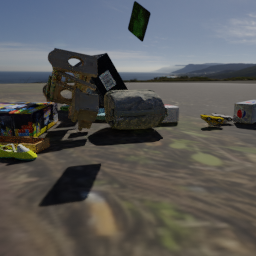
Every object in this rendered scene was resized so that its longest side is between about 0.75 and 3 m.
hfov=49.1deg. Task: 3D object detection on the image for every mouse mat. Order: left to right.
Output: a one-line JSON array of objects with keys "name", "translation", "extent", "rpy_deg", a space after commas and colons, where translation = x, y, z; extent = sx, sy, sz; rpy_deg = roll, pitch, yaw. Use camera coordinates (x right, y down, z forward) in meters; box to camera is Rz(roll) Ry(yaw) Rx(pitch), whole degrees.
[{"name": "mouse mat", "translation": [0.287, -2.856, 7.531], "extent": [0.032, 0.862, 0.693], "rpy_deg": [-25, 59, -32]}]

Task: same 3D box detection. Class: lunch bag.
[{"name": "lunch bag", "translation": [0.144, -0.495, 7.653], "extent": [1.548, 1.079, 1.299], "rpy_deg": [-4, 10, -16]}]

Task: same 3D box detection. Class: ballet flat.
[{"name": "ballet flat", "translation": [-2.036, 0.424, 5.081], "extent": [0.794, 0.266, 0.265], "rpy_deg": [3, 11, 12]}]

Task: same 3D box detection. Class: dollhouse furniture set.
[{"name": "dollhouse furniture set", "translation": [-1.783, -0.597, 7.942], "extent": [1.307, 2.351, 2.080], "rpy_deg": [7, 53, -19]}]

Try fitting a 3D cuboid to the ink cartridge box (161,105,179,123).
[{"name": "ink cartridge box", "translation": [0.941, -0.467, 9.059], "extent": [1.180, 0.489, 0.866], "rpy_deg": [-3, 11, -14]}]

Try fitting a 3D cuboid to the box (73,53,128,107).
[{"name": "box", "translation": [-1.331, -2.144, 12.806], "extent": [1.305, 2.118, 2.101], "rpy_deg": [-39, 25, -16]}]

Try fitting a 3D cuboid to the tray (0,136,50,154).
[{"name": "tray", "translation": [-2.255, 0.334, 5.711], "extent": [1.150, 0.213, 0.567], "rpy_deg": [2, 11, 12]}]

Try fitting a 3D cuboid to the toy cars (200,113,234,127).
[{"name": "toy cars", "translation": [2.662, -0.228, 8.411], "extent": [0.613, 0.303, 1.368], "rpy_deg": [22, 19, 38]}]

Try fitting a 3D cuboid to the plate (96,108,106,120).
[{"name": "plate", "translation": [-0.679, -0.488, 9.864], "extent": [1.866, 0.238, 1.866], "rpy_deg": [-1, 11, 0]}]

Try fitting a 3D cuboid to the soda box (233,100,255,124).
[{"name": "soda box", "translation": [4.096, -0.562, 9.220], "extent": [0.576, 0.619, 1.815], "rpy_deg": [10, 15, 41]}]

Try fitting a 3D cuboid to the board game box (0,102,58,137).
[{"name": "board game box", "translation": [-3.161, -0.265, 7.501], "extent": [2.034, 0.698, 2.461], "rpy_deg": [1, 11, -2]}]

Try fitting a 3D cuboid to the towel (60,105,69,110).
[{"name": "towel", "translation": [-2.228, -0.959, 12.458], "extent": [1.226, 0.252, 1.643], "rpy_deg": [-1, 13, 4]}]
